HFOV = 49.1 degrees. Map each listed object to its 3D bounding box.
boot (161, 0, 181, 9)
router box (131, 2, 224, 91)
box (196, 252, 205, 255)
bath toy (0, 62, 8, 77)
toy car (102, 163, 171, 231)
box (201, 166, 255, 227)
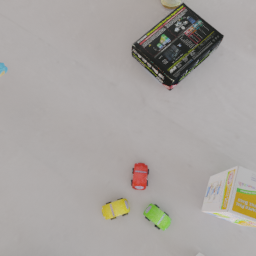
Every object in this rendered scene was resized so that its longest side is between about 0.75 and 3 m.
[{"bbox_3d":[1.395,-5.504,8.947,0.931,1.999,2.584,-5,74,-1],"label":"boot"},{"bbox_3d":[1.511,-2.547,8.735,2.323,0.722,1.741,-41,78,-12],"label":"router box"},{"bbox_3d":[1.986,3.824,6.934,0.718,0.563,1.155,-39,78,-10],"label":"box"},{"bbox_3d":[-3.786,-1.805,7.431,1.140,0.421,0.496,32,119,1],"label":"bath toy"},{"bbox_3d":[0.422,2.060,7.533,1.755,0.416,1.865,37,77,10],"label":"toy car"},{"bbox_3d":[2.699,1.713,6.776,1.158,2.059,1.044,19,74,5],"label":"box"}]
